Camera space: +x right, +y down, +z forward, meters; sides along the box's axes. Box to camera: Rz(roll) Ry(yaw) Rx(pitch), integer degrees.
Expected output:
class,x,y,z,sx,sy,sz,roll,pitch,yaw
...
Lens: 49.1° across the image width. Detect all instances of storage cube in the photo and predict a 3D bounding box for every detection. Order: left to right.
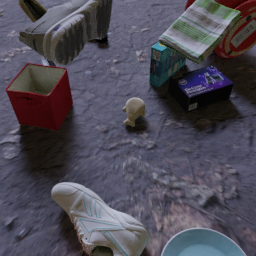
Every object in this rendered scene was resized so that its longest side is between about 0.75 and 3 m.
class,x,y,z,sx,sy,sz,roll,pitch,yaw
storage cube,-2.842,-1.045,9.370,1.469,1.545,1.719,9,46,9

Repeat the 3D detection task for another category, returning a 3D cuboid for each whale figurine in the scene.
class,x,y,z,sx,sy,sz,roll,pitch,yaw
whale figurine,0.204,-0.511,9.660,0.837,0.546,1.052,13,72,13

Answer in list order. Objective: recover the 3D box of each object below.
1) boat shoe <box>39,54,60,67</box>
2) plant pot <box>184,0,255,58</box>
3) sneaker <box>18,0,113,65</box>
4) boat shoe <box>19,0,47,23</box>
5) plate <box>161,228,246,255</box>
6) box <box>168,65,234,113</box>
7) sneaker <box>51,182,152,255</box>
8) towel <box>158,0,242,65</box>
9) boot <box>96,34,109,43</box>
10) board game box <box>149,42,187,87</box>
class,x,y,z,sx,sy,sz,roll,pitch,yaw
boat shoe,-3.190,-2.759,11.546,0.694,0.750,2.031,-19,49,-12
plant pot,4.322,-4.708,12.037,2.954,2.954,2.689,-18,58,-16
sneaker,-1.152,-2.352,5.894,1.119,1.019,2.728,22,42,11
boat shoe,-2.301,-2.962,7.891,0.658,1.837,0.700,-50,24,1
plate,1.713,3.248,6.137,2.102,0.269,2.102,0,47,0
box,2.657,-1.488,10.362,1.913,0.754,1.350,-19,46,-17
sneaker,-0.874,2.238,6.630,2.776,0.976,1.113,26,54,22
towel,2.048,-2.885,8.004,1.516,0.312,2.032,37,79,22
boot,-1.482,-4.391,13.396,1.087,0.402,0.891,-8,49,-9
board game box,1.656,-2.839,11.052,0.496,1.595,2.113,29,53,25
